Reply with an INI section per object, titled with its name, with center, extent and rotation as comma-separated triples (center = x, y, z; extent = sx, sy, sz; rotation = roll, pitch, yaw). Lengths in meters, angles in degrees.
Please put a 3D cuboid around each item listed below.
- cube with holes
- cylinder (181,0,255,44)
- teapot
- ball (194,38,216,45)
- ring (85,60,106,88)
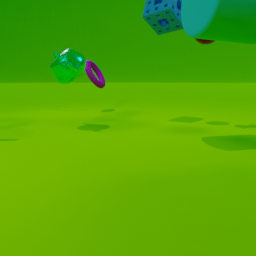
[cube with holes]
center = 1.092, -3.384, 8.033
extent = 0.888, 0.888, 0.888
rotation = -1, -20, 38
[cylinder]
center = 1.803, -2.202, 4.895
extent = 1.316, 1.316, 1.316
rotation = 1, 10, -15
[teapot]
center = -1.648, -1.690, 7.397
extent = 0.777, 0.987, 1.587
rotation = 46, -4, -29
[ball]
center = 2.129, -2.649, 7.580
extent = 0.757, 0.757, 0.757
rotation = 0, 10, 0
[ring]
center = -1.393, -2.276, 11.877
extent = 0.263, 1.316, 1.316
rotation = -28, 1, 18
